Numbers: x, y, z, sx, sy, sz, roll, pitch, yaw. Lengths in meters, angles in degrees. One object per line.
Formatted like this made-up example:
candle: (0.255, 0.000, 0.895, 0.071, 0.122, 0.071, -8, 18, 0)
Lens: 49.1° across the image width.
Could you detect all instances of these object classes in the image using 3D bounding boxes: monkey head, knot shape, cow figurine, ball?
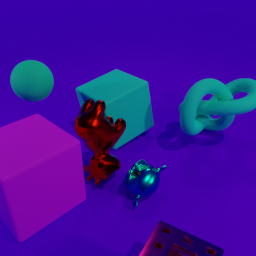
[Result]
monkey head: (0.269, 1.020, 5.366, 0.629, 0.751, 1.044, 37, 68, 8)
knot shape: (2.107, -0.543, 6.441, 1.908, 0.942, 2.039, -25, -15, 16)
cow figurine: (-0.607, 0.303, 5.401, 0.760, 1.384, 1.362, 11, 66, 46)
ball: (-1.931, -0.946, 5.661, 0.824, 0.824, 0.824, 0, 32, 0)

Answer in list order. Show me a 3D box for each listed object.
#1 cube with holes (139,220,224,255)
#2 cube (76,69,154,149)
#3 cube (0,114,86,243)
cube with holes: (0.556, 1.893, 3.435, 0.871, 0.871, 0.871, 19, 25, 20)
cube: (-0.302, -0.501, 6.872, 1.268, 1.268, 1.268, -31, 40, -25)
cube: (-1.733, 0.786, 4.936, 1.377, 1.377, 1.377, 27, 41, 37)
